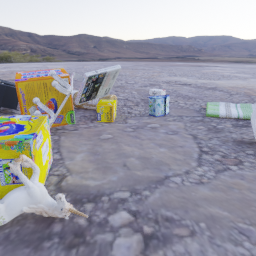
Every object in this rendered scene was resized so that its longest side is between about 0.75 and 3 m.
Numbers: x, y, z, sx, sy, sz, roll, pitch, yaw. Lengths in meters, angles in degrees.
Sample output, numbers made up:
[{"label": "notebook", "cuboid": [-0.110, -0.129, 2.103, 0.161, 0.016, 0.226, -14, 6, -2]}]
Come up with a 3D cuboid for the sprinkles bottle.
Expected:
[{"label": "sprinkles bottle", "cuboid": [-1.664, -1.257, 13.010, 2.346, 0.800, 0.800, 9, 19, 25]}]

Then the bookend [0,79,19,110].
[{"label": "bookend", "cuboid": [-5.589, -1.516, 11.744, 2.617, 1.213, 2.634, 12, 4, -44]}]

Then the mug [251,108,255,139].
[{"label": "mug", "cuboid": [4.425, 0.010, 8.033, 1.727, 1.383, 1.418, 2, 24, 27]}]

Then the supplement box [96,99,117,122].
[{"label": "supplement box", "cuboid": [-0.856, -0.724, 11.425, 0.691, 0.687, 1.262, 1, 17, 3]}]

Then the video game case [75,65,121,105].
[{"label": "video game case", "cuboid": [-1.220, -1.710, 11.214, 1.634, 1.798, 0.210, -23, 70, -34]}]

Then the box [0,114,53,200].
[{"label": "box", "cuboid": [-2.839, 0.605, 5.987, 2.054, 1.301, 2.132, -3, 17, -7]}]

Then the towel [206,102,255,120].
[{"label": "towel", "cuboid": [4.828, -0.808, 12.193, 2.734, 0.420, 2.040, 4, 17, 15]}]

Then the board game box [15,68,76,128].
[{"label": "board game box", "cuboid": [-2.814, -1.030, 9.512, 1.651, 1.652, 1.651, -10, 23, -17]}]

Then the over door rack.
[{"label": "over door rack", "cuboid": [-2.451, -0.730, 8.916, 0.974, 2.160, 2.924, 32, 14, -10]}]

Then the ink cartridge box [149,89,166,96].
[{"label": "ink cartridge box", "cuboid": [1.746, -2.105, 16.621, 0.797, 0.330, 0.585, 11, 20, 32]}]

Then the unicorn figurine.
[{"label": "unicorn figurine", "cuboid": [-1.784, 1.158, 4.717, 1.883, 1.293, 0.695, -21, 9, -5]}]

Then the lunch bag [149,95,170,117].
[{"label": "lunch bag", "cuboid": [1.400, -0.961, 11.985, 0.970, 0.825, 0.618, -13, 21, -37]}]
